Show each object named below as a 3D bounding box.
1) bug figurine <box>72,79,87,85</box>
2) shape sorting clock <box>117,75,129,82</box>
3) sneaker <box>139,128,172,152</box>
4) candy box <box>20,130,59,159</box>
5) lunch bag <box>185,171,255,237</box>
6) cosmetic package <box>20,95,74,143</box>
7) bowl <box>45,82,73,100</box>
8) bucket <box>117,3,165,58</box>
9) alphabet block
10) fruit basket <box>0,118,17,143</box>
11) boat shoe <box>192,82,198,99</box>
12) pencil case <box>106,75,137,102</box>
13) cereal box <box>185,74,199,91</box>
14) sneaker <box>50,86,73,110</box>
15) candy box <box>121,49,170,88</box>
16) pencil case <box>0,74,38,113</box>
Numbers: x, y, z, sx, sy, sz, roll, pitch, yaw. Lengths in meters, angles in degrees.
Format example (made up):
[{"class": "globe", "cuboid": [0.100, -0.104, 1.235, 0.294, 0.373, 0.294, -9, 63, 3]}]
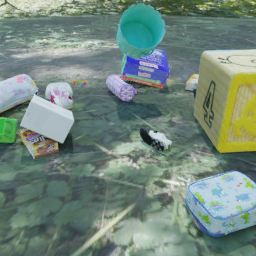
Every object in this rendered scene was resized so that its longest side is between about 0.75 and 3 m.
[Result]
[{"class": "bug figurine", "cuboid": [-2.707, -2.558, 15.755, 0.882, 0.227, 0.684, 15, 25, 34]}, {"class": "shape sorting clock", "cuboid": [-0.422, -2.932, 16.416, 1.334, 0.262, 1.334, 0, 28, 0]}, {"class": "sneaker", "cuboid": [0.984, 0.357, 10.012, 0.588, 0.492, 1.328, -23, 45, -36]}, {"class": "candy box", "cuboid": [-3.120, 0.474, 9.831, 0.856, 0.414, 1.468, -17, 34, -31]}, {"class": "lunch bag", "cuboid": [2.433, 1.801, 6.952, 1.814, 0.748, 1.459, -11, 31, -20]}, {"class": "cosmetic package", "cuboid": [-2.803, -0.335, 9.862, 1.526, 0.938, 1.521, 24, 8, -18]}, {"class": "bowl", "cuboid": [-3.534, -1.940, 14.305, 1.354, 0.505, 1.352, -5, 29, -12]}, {"class": "bucket", "cuboid": [0.507, -4.255, 12.606, 2.154, 2.154, 1.402, -7, -6, -13]}, {"class": "alphabet block", "cuboid": [4.259, -1.091, 10.149, 2.873, 2.889, 2.942, -4, 28, -4]}, {"class": "fruit basket", "cuboid": [-4.761, 0.043, 10.365, 1.453, 1.048, 1.453, 2, -16, 0]}, {"class": "boat shoe", "cuboid": [3.652, -1.536, 13.093, 0.957, 0.885, 2.592, 1, 1, 26]}, {"class": "pencil case", "cuboid": [-0.378, -2.067, 14.090, 0.907, 0.890, 2.121, -22, 33, -16]}, {"class": "cereal box", "cuboid": [4.464, -2.333, 15.048, 2.361, 0.467, 1.699, 12, 30, 22]}, {"class": "sneaker", "cuboid": [-3.043, -1.301, 12.854, 0.899, 0.829, 2.037, -10, 38, -21]}, {"class": "candy box", "cuboid": [0.932, -3.633, 15.843, 2.443, 1.113, 2.889, 13, 36, -8]}, {"class": "pencil case", "cuboid": [-5.469, -1.410, 12.531, 1.345, 1.233, 2.966, 39, 38, 9]}]
